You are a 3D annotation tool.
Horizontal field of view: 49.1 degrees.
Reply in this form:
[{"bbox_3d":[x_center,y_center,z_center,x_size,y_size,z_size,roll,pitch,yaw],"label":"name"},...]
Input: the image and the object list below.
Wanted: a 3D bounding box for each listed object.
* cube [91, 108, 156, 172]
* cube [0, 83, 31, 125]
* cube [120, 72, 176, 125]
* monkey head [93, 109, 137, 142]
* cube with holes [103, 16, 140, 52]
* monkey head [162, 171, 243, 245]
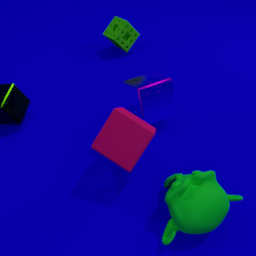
[{"bbox_3d":[-0.050,0.186,5.398,0.857,0.857,0.857,33,8,3],"label":"cube"},{"bbox_3d":[-3.001,-0.576,6.867,0.734,0.734,0.734,1,59,21],"label":"cube"},{"bbox_3d":[0.498,-0.737,6.904,0.946,0.946,0.946,-21,27,-20],"label":"cube"},{"bbox_3d":[-0.136,0.146,6.186,1.247,0.751,0.897,-34,55,23],"label":"monkey head"},{"bbox_3d":[-0.227,-3.107,9.287,0.725,0.725,0.725,-53,47,5],"label":"cube with holes"},{"bbox_3d":[1.179,1.345,5.167,1.719,1.237,1.036,-25,93,-15],"label":"monkey head"}]
